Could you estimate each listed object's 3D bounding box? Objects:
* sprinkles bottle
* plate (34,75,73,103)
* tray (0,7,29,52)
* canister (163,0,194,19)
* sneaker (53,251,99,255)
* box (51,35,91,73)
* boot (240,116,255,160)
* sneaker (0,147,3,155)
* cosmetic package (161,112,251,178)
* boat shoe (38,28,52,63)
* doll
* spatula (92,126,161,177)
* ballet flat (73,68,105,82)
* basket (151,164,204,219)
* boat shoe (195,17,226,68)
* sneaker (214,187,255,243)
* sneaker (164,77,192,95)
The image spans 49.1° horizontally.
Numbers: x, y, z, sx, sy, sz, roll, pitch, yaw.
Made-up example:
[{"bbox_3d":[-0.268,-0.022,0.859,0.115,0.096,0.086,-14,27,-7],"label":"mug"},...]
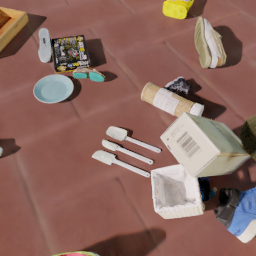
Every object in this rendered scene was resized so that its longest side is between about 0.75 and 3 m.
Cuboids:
[{"bbox_3d":[1.500,-0.857,9.648,2.122,0.724,0.724,28,58,19],"label":"sprinkles bottle"},{"bbox_3d":[-2.750,-1.425,10.411,1.461,0.187,1.461,-1,54,1],"label":"plate"},{"bbox_3d":[-5.762,-4.198,12.252,1.441,0.541,2.921,15,56,10],"label":"tray"},{"bbox_3d":[2.476,-6.043,13.522,1.179,0.687,1.587,19,55,14],"label":"canister"},{"bbox_3d":[-1.937,3.406,6.153,2.867,1.295,1.120,-21,58,-13],"label":"sneaker"},{"bbox_3d":[-2.359,-3.067,11.474,1.417,0.438,1.775,-10,54,-9],"label":"box"},{"bbox_3d":[4.539,0.977,7.664,2.693,0.891,2.358,22,37,-24],"label":"boot"},{"bbox_3d":[-4.547,0.652,8.634,1.333,0.580,0.496,5,53,2],"label":"sneaker"},{"bbox_3d":[2.204,0.498,7.544,2.648,0.968,1.371,6,41,-52],"label":"cosmetic package"},{"bbox_3d":[-3.389,-3.341,11.665,0.521,0.668,1.471,-4,81,-2],"label":"boat shoe"},{"bbox_3d":[2.009,1.637,8.022,1.032,0.367,1.513,1,60,8],"label":"doll"},{"bbox_3d":[0.001,0.729,8.844,1.910,0.153,1.328,20,55,14],"label":"spatula"},{"bbox_3d":[-1.465,-2.100,10.772,1.307,0.445,0.439,11,46,6],"label":"ballet flat"},{"bbox_3d":[1.314,1.714,7.447,1.197,0.963,1.187,-12,53,13],"label":"basket"},{"bbox_3d":[3.359,-3.513,11.548,0.885,0.967,2.587,0,63,-4],"label":"boat shoe"},{"bbox_3d":[3.199,1.827,7.594,1.215,0.838,2.184,38,68,15],"label":"sneaker"},{"bbox_3d":[1.836,-1.427,10.245,1.161,0.438,0.660,-35,59,-26],"label":"sneaker"}]
